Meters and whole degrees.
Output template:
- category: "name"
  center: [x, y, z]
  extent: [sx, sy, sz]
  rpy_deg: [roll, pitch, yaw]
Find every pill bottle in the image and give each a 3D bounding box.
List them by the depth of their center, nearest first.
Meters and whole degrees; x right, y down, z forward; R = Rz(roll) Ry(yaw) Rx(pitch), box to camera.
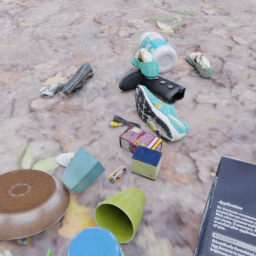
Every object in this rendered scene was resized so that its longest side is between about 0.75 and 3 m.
- category: "pill bottle"
  center: [1.426, -4.033, 14.539]
  extent: [1.373, 1.373, 2.479]
  rpy_deg: [-14, 46, -14]

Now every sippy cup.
- category: "sippy cup"
  center: [-0.790, 3.315, 6.864]
  extent: [2.205, 1.616, 1.732]
  rpy_deg: [-23, 49, -21]

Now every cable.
- category: "cable"
  center: [-0.155, -0.182, 11.500]
  extent: [1.392, 0.350, 0.676]
  rpy_deg: [15, 28, -2]

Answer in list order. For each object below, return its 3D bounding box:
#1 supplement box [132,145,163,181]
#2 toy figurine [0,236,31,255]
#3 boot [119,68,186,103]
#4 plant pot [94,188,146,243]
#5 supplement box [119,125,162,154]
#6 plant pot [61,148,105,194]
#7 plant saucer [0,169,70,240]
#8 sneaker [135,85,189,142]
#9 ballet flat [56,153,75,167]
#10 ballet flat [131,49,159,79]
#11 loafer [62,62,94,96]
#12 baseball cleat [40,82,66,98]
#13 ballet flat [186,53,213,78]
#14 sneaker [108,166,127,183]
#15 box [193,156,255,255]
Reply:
- category: "supplement box"
  center: [0.638, 1.193, 9.541]
  extent: [0.896, 0.895, 0.601]
  rpy_deg: [17, 47, 17]
- category: "toy figurine"
  center: [-3.454, 3.182, 7.462]
  extent: [1.437, 1.015, 1.459]
  rpy_deg: [8, 38, 0]
- category: "boot"
  center: [1.099, -1.801, 12.754]
  extent: [2.031, 0.809, 2.464]
  rpy_deg: [-35, 59, -28]
- category: "plant pot"
  center: [-0.065, 2.383, 8.225]
  extent: [1.293, 1.293, 1.382]
  rpy_deg: [22, 29, 21]
- category: "supplement box"
  center: [0.458, 0.562, 10.364]
  extent: [1.417, 0.607, 0.782]
  rpy_deg: [27, 54, 26]
- category: "plant pot"
  center: [-1.466, 1.392, 8.768]
  extent: [0.814, 0.813, 1.151]
  rpy_deg: [33, 72, 27]
- category: "plant saucer"
  center: [-3.203, 2.014, 8.358]
  extent: [2.885, 0.528, 2.885]
  rpy_deg: [3, 27, -2]
- category: "sneaker"
  center: [1.268, -0.632, 11.407]
  extent: [1.179, 1.148, 2.961]
  rpy_deg: [-20, 58, -28]
- category: "ballet flat"
  center: [-1.794, 1.163, 9.829]
  extent: [1.682, 0.584, 0.584]
  rpy_deg: [19, 48, 19]
- category: "ballet flat"
  center: [0.809, -3.134, 12.928]
  extent: [0.918, 0.960, 2.727]
  rpy_deg: [-6, 29, -13]
- category: "loafer"
  center: [-2.229, -2.220, 13.160]
  extent: [0.842, 0.737, 2.343]
  rpy_deg: [-17, 34, 39]
- category: "baseball cleat"
  center: [-3.396, -1.712, 12.908]
  extent: [1.267, 0.442, 0.674]
  rpy_deg: [-20, 53, -6]
- category: "ballet flat"
  center: [3.699, -3.444, 14.383]
  extent: [0.788, 0.745, 2.339]
  rpy_deg: [-12, 45, -12]
- category: "sneaker"
  center: [-0.311, 1.589, 9.609]
  extent: [0.766, 0.300, 0.296]
  rpy_deg: [-36, 65, -25]
- category: "box"
  center: [2.551, 2.665, 6.752]
  extent: [1.612, 2.700, 2.746]
  rpy_deg: [16, 46, 17]
